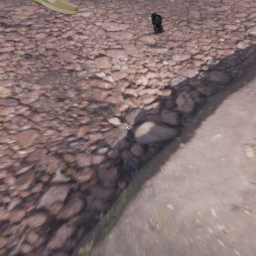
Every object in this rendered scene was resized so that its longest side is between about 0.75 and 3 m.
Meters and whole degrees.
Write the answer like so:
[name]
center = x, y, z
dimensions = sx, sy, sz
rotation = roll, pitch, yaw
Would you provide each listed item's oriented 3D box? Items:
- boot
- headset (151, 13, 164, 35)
[boot]
center = -1.869, -3.656, 7.004
dimensions = 1.580, 1.228, 0.575
rotation = 21, 26, -8
[headset]
center = 0.833, -3.045, 8.341
dimensions = 0.434, 0.571, 0.924
rotation = -21, 45, -2
